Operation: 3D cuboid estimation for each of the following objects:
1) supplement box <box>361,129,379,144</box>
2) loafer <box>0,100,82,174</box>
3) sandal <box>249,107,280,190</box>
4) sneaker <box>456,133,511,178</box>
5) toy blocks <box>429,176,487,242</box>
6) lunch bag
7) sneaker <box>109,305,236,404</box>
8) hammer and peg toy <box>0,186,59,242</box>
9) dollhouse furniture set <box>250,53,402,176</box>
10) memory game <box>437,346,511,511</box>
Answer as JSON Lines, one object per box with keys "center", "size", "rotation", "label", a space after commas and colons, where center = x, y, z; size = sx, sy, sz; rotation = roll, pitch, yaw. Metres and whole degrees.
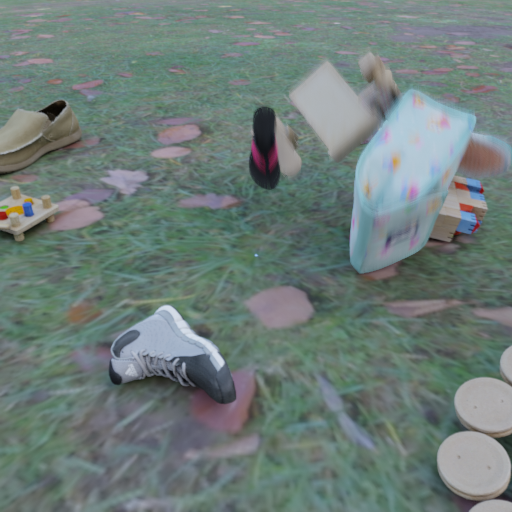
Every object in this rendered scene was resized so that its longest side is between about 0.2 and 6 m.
{"center": [2.997, -3.390, 15.632], "size": [0.773, 0.399, 0.506], "rotation": [-9, 33, -13], "label": "supplement box"}
{"center": [-6.038, -3.168, 14.548], "size": [1.325, 1.175, 3.484], "rotation": [14, 35, 21], "label": "loafer"}
{"center": [0.148, -1.975, 10.216], "size": [0.571, 1.521, 0.343], "rotation": [-2, 1, -4], "label": "sandal"}
{"center": [4.163, -2.163, 11.173], "size": [0.970, 0.866, 2.428], "rotation": [-24, 26, -25], "label": "sneaker"}
{"center": [3.910, -1.016, 11.422], "size": [1.580, 1.155, 2.311], "rotation": [14, 38, 3], "label": "toy blocks"}
{"center": [2.437, -1.097, 9.548], "size": [1.556, 2.173, 2.551], "rotation": [28, 68, 16], "label": "lunch bag"}
{"center": [-1.267, 1.547, 7.585], "size": [1.296, 0.842, 2.244], "rotation": [-23, 29, -24], "label": "sneaker"}
{"center": [-4.976, -0.735, 11.264], "size": [1.261, 0.605, 1.714], "rotation": [15, 36, 20], "label": "hammer and peg toy"}
{"center": [2.025, -2.330, 11.797], "size": [3.368, 2.872, 1.644], "rotation": [24, 32, -59], "label": "dollhouse furniture set"}
{"center": [3.984, 2.335, 5.895], "size": [3.986, 0.254, 3.986], "rotation": [-10, 39, 9], "label": "memory game"}
